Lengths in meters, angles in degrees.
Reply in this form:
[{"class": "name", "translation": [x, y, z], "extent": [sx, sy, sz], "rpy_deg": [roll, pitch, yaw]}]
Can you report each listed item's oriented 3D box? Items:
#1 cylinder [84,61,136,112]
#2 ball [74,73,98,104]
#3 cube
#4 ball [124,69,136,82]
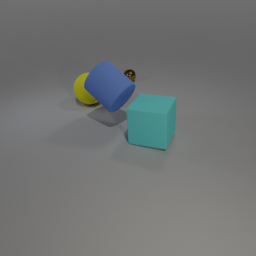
[{"class": "cylinder", "translation": [-0.679, -1.540, 10.493], "extent": [1.400, 1.400, 1.400], "rpy_deg": [43, 43, 11]}, {"class": "ball", "translation": [-1.735, -1.778, 12.616], "extent": [1.400, 1.400, 1.400], "rpy_deg": [0, 29, 0]}, {"class": "cube", "translation": [0.864, -0.266, 9.917], "extent": [1.400, 1.400, 1.400], "rpy_deg": [8, 30, 20]}, {"class": "ball", "translation": [0.090, -2.863, 15.333], "extent": [0.700, 0.700, 0.700], "rpy_deg": [0, 29, 0]}]
